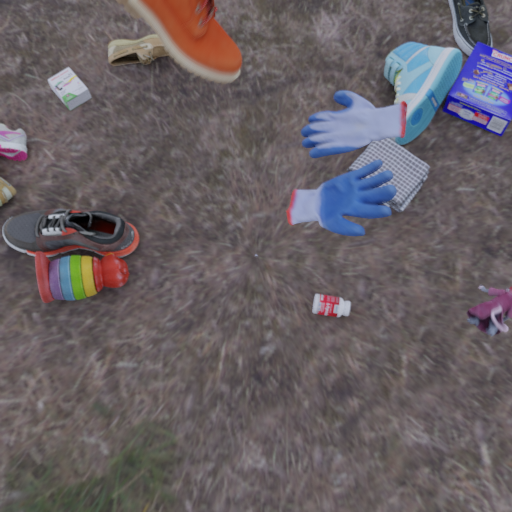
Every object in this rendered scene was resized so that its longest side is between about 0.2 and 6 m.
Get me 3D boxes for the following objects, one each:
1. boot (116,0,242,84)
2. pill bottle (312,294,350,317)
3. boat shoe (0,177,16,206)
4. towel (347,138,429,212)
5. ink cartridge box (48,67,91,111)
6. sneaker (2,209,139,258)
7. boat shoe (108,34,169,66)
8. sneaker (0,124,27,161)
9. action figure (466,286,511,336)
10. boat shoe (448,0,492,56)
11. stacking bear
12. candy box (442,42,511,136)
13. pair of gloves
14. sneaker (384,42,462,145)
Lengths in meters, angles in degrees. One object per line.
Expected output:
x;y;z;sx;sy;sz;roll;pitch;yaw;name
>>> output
-1.024;-4.074;9.236;2.736;1.467;1.027;38;47;-30;boot
1.411;0.943;10.502;0.664;0.373;0.373;8;68;3;pill bottle
-5.661;-1.747;11.529;1.853;0.664;0.706;45;61;8;boat shoe
2.715;-1.697;11.454;1.385;0.593;1.147;38;73;14;towel
-4.137;-3.702;12.407;0.572;0.332;0.790;-37;73;-14;ink cartridge box
-3.628;-0.605;10.745;2.631;1.077;1.014;1;68;1;sneaker
-2.518;-4.584;12.676;1.660;0.592;0.536;-4;76;6;boat shoe
-5.499;-2.449;11.805;1.455;0.592;0.642;9;67;-5;sneaker
3.157;0.635;7.340;0.813;0.605;0.545;-39;82;-18;action figure
4.983;-5.616;13.017;0.773;0.638;2.253;-7;68;-3;boat shoe
-3.204;0.353;10.526;1.583;0.961;0.900;-7;73;-10;stacking bear
5.091;-3.649;12.217;1.416;0.645;1.674;29;72;13;candy box
1.383;-1.495;8.766;1.983;0.281;2.466;0;76;42;pair of gloves
3.196;-3.580;12.152;1.540;0.938;2.359;33;85;33;sneaker
